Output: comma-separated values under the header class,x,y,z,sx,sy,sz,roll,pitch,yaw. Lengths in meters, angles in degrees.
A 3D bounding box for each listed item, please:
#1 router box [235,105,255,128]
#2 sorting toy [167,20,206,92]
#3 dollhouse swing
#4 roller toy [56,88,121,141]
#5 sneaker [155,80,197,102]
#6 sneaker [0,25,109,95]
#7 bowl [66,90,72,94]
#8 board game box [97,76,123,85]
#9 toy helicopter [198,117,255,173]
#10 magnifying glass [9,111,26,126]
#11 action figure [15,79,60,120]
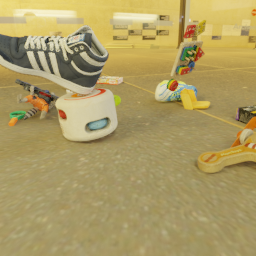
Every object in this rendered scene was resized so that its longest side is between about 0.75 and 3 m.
class,x,y,z,sx,sy,sz,roll,pitch,yaw
router box,4.778,-0.392,9.376,1.758,0.459,1.383,-8,22,-21
sorting toy,1.878,-2.084,8.349,1.037,2.150,0.364,-20,47,-40
dollhouse swing,2.705,-1.210,11.178,0.873,0.903,0.994,-14,12,28
roller toy,-1.188,-0.368,8.131,1.815,1.268,1.656,-2,21,18
sneaker,2.193,-1.572,11.987,1.243,0.896,2.366,16,24,36
sneaker,-1.848,-1.930,6.736,2.857,1.550,1.001,20,45,-26
bowl,-2.381,-1.604,12.924,0.828,0.309,0.829,-10,23,-27
board game box,-1.038,-2.750,16.072,1.252,0.290,0.948,6,21,17
toy helicopter,2.757,0.465,6.497,2.458,0.969,1.625,-14,27,-4
magnifying glass,-3.904,-0.356,9.748,0.567,0.160,1.426,-3,21,-9
action figure,-3.511,-1.024,10.431,1.928,1.008,1.865,25,15,-3
